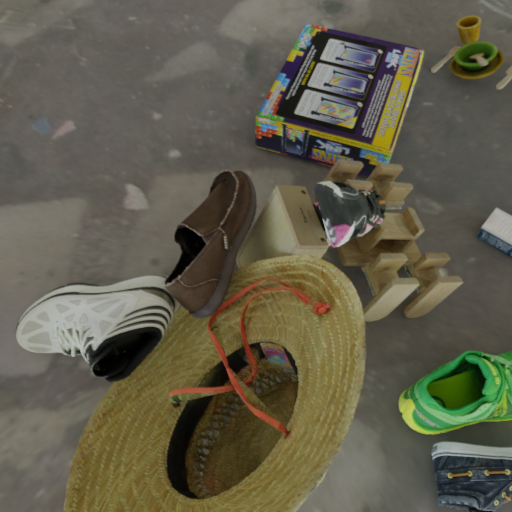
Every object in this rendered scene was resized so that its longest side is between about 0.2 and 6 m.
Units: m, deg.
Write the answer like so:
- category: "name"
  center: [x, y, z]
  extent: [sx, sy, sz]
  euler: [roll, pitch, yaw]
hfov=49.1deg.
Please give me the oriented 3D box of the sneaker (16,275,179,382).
- category: "sneaker"
  center: [-2.312, 1.043, 7.472]
  extent: [2.477, 0.935, 1.425]
  euler: [-15, 25, 12]

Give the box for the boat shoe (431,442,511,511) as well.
- category: "boat shoe"
  center: [3.145, 2.888, 7.136]
  extent: [1.732, 0.613, 0.786]
  euler: [1, 57, 10]

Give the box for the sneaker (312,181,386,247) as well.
- category: "sneaker"
  center: [1.286, -0.635, 7.411]
  extent: [0.913, 2.115, 0.850]
  euler: [-17, 92, 2]

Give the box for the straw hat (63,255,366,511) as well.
- category: "straw hat"
  center: [-0.050, 2.117, 6.713]
  extent: [4.259, 1.802, 4.259]
  euler: [-28, 31, 18]

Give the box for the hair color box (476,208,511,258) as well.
- category: "hair color box"
  center: [4.288, -0.279, 9.266]
  extent: [1.076, 0.326, 0.538]
  euler: [35, 69, 22]

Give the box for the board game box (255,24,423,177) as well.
- category: "board game box"
  center: [1.637, -3.037, 10.729]
  extent: [2.481, 0.851, 3.001]
  euler: [18, 58, 10]

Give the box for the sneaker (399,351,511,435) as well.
- category: "sneaker"
  center: [3.175, 1.763, 7.568]
  extent: [2.457, 1.027, 0.910]
  euler: [-16, 58, -11]

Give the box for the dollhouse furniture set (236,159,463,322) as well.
- category: "dollhouse furniture set"
  center: [1.292, -0.046, 8.754]
  extent: [2.679, 1.780, 2.348]
  euler: [0, 54, -26]

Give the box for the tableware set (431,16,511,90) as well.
- category: "tableware set"
  center: [5.312, -4.108, 10.943]
  extent: [2.228, 0.508, 3.308]
  euler: [-44, 48, -16]

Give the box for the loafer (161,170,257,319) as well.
- category: "loafer"
  center: [-0.645, -0.337, 7.780]
  extent: [0.834, 0.858, 2.350]
  euler: [33, 54, -31]
